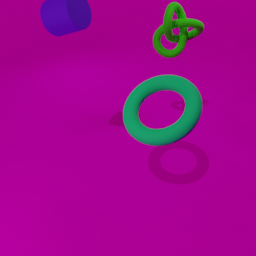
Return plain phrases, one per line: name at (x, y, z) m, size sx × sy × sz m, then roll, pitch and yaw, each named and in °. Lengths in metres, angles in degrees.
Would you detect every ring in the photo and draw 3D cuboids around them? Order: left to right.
ring at (0.662, -0.387, 5.610) m, size 1.616 × 0.323 × 1.616 m, roll -11°, pitch 58°, yaw 17°

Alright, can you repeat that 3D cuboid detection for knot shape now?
knot shape at (1.394, -2.585, 7.477) m, size 1.289 × 1.378 × 0.637 m, roll -6°, pitch 41°, yaw -18°

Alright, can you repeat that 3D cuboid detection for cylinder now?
cylinder at (-1.302, -2.399, 5.907) m, size 0.774 × 0.774 × 0.774 m, roll -1°, pitch 30°, yaw 34°
